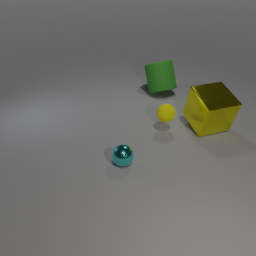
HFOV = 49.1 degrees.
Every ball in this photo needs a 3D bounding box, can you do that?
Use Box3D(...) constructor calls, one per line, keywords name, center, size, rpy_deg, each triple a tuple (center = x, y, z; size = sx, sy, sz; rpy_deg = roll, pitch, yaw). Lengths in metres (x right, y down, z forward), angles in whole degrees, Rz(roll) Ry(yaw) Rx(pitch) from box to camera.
Box3D(name="ball", center=(1.432, -0.565, 10.557), size=(0.700, 0.700, 0.700), rpy_deg=(0, 29, 0))
Box3D(name="ball", center=(-0.162, 0.871, 8.885), size=(0.700, 0.700, 0.700), rpy_deg=(0, 29, 0))

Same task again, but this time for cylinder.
Box3D(name="cylinder", center=(1.624, -2.552, 13.915), size=(1.400, 1.400, 1.400), rpy_deg=(-11, 9, 2))

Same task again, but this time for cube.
Box3D(name="cube", center=(3.136, -0.727, 10.662), size=(1.400, 1.400, 1.400), rpy_deg=(-11, 49, -17))
